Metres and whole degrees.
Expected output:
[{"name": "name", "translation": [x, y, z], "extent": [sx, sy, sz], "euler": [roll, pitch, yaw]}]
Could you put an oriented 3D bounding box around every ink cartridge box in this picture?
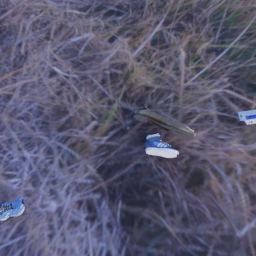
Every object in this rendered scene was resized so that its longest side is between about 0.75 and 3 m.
[{"name": "ink cartridge box", "translation": [3.532, -0.322, 7.746], "extent": [0.911, 0.179, 0.453], "euler": [-7, 35, 17]}]

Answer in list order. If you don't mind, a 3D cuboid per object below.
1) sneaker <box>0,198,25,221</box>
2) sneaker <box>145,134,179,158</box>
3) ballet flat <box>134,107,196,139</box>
[{"name": "sneaker", "translation": [-2.840, 1.933, 6.575], "extent": [0.952, 0.424, 0.374], "euler": [-29, 66, 15]}, {"name": "sneaker", "translation": [0.925, 0.419, 7.588], "extent": [0.902, 0.363, 0.660], "euler": [6, 55, 3]}, {"name": "ballet flat", "translation": [1.037, -0.165, 7.727], "extent": [1.795, 0.605, 0.416], "euler": [22, 73, 12]}]
